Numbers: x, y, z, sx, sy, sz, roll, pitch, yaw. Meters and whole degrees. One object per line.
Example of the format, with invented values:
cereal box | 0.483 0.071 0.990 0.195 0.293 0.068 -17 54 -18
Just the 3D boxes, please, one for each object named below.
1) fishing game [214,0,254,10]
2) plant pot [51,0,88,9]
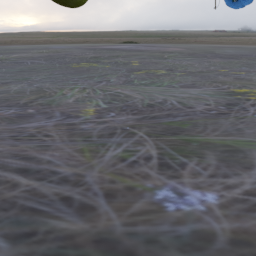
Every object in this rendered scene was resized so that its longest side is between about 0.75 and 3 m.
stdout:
fishing game | 3.051 -3.852 7.649 1.565 1.121 0.243 15 24 42
plant pot | -1.562 -3.404 6.610 1.142 1.142 1.220 4 26 10
